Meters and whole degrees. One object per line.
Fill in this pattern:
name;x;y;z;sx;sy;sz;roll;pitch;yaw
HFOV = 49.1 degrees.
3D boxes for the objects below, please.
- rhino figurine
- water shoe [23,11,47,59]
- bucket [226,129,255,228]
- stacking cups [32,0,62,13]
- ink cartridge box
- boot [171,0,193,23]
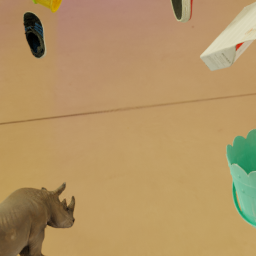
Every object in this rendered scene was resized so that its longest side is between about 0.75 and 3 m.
rhino figurine;-1.337;1.291;3.531;0.680;2.276;0.995;-23;89;28
water shoe;-2.181;-2.228;6.510;0.428;0.473;1.198;-19;85;-2
bucket;2.517;0.788;4.450;1.826;1.188;1.826;-16;15;4
stacking cups;-2.739;-3.624;6.685;2.379;0.720;0.720;26;59;-3
ink cartridge box;3.009;-2.309;6.430;0.583;2.465;1.973;45;84;-15
boot;1.976;-4.073;7.570;1.614;2.238;0.810;-10;18;-16
